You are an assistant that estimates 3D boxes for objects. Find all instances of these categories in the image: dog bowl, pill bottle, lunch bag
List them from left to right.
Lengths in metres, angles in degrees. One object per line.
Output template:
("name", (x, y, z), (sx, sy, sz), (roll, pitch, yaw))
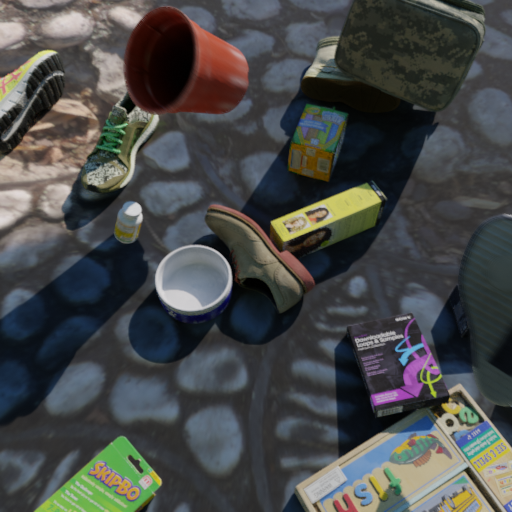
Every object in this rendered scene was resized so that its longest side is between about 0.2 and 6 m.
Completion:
("pill bottle", (-2.228, -0.592, 9.798), (0.423, 0.750, 0.423), (11, 52, -15))
("dog bowl", (-1.174, 0.544, 10.668), (1.433, 0.565, 1.433), (0, 58, 0))
("lunch bag", (3.500, -4.960, 12.596), (3.019, 2.103, 2.532), (25, 40, 10))

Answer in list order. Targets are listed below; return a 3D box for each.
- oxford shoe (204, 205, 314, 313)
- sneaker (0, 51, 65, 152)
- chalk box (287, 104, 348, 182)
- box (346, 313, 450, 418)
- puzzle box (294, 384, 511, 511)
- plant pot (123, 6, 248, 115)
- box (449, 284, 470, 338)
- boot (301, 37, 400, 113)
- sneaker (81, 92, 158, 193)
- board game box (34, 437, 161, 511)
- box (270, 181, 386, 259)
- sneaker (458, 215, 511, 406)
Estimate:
("oxford shoe", (-0.172, 0.008, 10.805), (2.682, 0.945, 1.003), (39, 71, 22))
("sneaker", (-5.658, -3.822, 13.052), (1.345, 1.164, 2.978), (21, 61, 16))
("chalk box", (1.405, -2.633, 12.396), (0.992, 0.997, 1.603), (16, 58, 9))
("box", (2.415, 1.851, 9.755), (1.264, 0.319, 1.769), (-12, 45, -2))
("puzzle box", (2.579, 3.780, 8.737), (3.374, 0.429, 2.245), (-27, 62, -16))
("plant pot", (-1.175, -3.420, 10.410), (1.820, 1.820, 1.770), (46, 28, 24))
("box", (4.188, 0.993, 10.411), (0.884, 0.548, 0.869), (-4, 56, -3))
("boot", (2.442, -4.482, 13.654), (2.374, 0.856, 1.836), (14, 57, 9))
("sneaker", (-3.090, -2.661, 12.233), (1.112, 1.281, 2.891), (13, 59, 8))
("board game box", (-2.640, 3.983, 8.686), (2.276, 0.341, 1.087), (-41, 67, -19))
("box", (1.435, -0.664, 11.257), (2.337, 0.879, 0.586), (-24, 60, -13))
("sneaker", (3.377, 0.569, 7.614), (0.911, 2.397, 1.732), (3, 11, 31))
